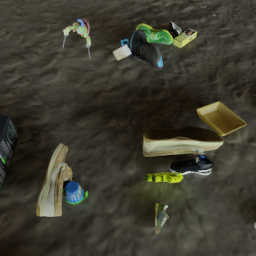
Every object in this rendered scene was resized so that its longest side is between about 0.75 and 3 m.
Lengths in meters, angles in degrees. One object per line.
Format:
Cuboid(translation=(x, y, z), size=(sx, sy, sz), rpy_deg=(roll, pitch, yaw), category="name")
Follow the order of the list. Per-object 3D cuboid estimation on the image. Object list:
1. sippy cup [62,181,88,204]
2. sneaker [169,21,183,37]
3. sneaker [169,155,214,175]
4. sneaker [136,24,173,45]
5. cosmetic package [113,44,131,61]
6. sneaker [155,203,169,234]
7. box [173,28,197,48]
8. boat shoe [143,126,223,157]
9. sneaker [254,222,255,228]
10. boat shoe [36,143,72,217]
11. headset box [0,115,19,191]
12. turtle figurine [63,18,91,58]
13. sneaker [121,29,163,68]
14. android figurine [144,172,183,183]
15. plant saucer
Cuboid(translation=(-1.718, 1.984, 8.802), size=(0.816, 0.598, 0.640), rpy_deg=(-17, 55, -13), category="sippy cup")
Cuboid(translation=(2.450, -5.045, 14.341), size=(0.448, 0.418, 1.131), rpy_deg=(-14, 59, -22), category="sneaker")
Cuboid(translation=(2.117, 1.156, 9.308), size=(1.421, 0.795, 0.519), rpy_deg=(2, 53, 2), category="sneaker")
Cuboid(translation=(1.238, -4.425, 13.714), size=(2.044, 0.757, 0.854), rpy_deg=(25, 68, 24), category="sneaker")
Cuboid(translation=(-0.275, -3.379, 12.571), size=(0.329, 0.465, 0.899), rpy_deg=(-37, 16, -21), category="cosmetic package")
Cuboid(translation=(1.025, 2.704, 8.424), size=(0.418, 0.312, 0.930), rpy_deg=(0, 49, 6), category="sneaker")
Cuboid(translation=(2.839, -4.480, 13.918), size=(0.489, 0.326, 1.299), rpy_deg=(36, 61, 25), category="box")
Cuboid(translation=(1.911, 0.574, 9.854), size=(2.798, 0.880, 1.021), rpy_deg=(-2, 31, -9), category="boat shoe")
Cuboid(translation=(4.228, 2.750, 8.265), size=(0.933, 0.532, 0.338), rpy_deg=(-12, 55, -7), category="sneaker")
Cuboid(translation=(-2.206, 1.646, 8.969), size=(0.833, 0.929, 2.510), rpy_deg=(13, 54, -7), category="boat shoe")
Cuboid(translation=(-5.226, 0.934, 9.195), size=(2.343, 1.248, 2.691), rpy_deg=(3, 53, 2), category="headset box")
Cuboid(translation=(-2.415, -4.351, 13.343), size=(1.270, 1.765, 1.712), rpy_deg=(-1, 26, -5), category="turtle figurine")
Cuboid(translation=(0.640, -3.474, 12.827), size=(1.164, 1.040, 2.841), rpy_deg=(-24, 47, -9), category="sneaker")
Cuboid(translation=(1.169, 1.562, 8.853), size=(1.275, 1.161, 0.262), rpy_deg=(3, 82, -36), category="android figurine")
Cuboid(translation=(3.460, -0.303, 10.545), size=(1.456, 0.353, 1.457), rpy_deg=(-19, 53, -33), category="plant saucer")
